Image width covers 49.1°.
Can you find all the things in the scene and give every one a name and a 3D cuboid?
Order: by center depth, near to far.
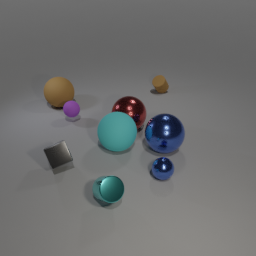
[{"bbox_3d":[-0.540,1.646,7.589,0.700,0.700,0.700,-15,-3,-25],"label":"cylinder"},{"bbox_3d":[1.079,1.253,8.656,0.700,0.700,0.700,0,30,0],"label":"ball"},{"bbox_3d":[-2.247,0.848,9.021,0.700,0.700,0.700,-24,5,-14],"label":"cube"},{"bbox_3d":[1.287,0.187,9.823,1.400,1.400,1.400,0,30,0],"label":"ball"},{"bbox_3d":[-0.385,0.128,9.925,1.400,1.400,1.400,0,30,0],"label":"ball"},{"bbox_3d":[0.038,-0.567,11.126,1.400,1.400,1.400,0,30,0],"label":"ball"},{"bbox_3d":[-2.373,-0.794,11.793,0.700,0.700,0.700,0,30,0],"label":"ball"},{"bbox_3d":[-3.201,-1.675,13.039,1.400,1.400,1.400,0,30,0],"label":"ball"},{"bbox_3d":[1.685,-2.263,14.498,0.700,0.700,0.700,-11,63,22],"label":"cylinder"}]
